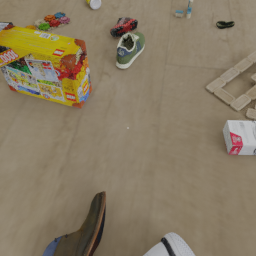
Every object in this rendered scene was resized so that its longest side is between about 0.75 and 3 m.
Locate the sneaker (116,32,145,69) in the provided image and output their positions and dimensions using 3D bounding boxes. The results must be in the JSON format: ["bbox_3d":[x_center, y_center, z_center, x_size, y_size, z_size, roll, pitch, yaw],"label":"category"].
[{"bbox_3d":[0.139,-3.048,10.035,0.677,0.907,2.021,18,54,14],"label":"sneaker"}]

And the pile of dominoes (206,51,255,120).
[{"bbox_3d":[4.334,-1.321,9.175,2.857,0.455,2.227,-35,60,-15],"label":"pile of dominoes"}]

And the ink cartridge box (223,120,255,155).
[{"bbox_3d":[3.338,0.270,7.698,1.204,0.502,0.875,2,52,1],"label":"ink cartridge box"}]

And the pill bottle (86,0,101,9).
[{"bbox_3d":[-1.587,-5.680,12.346,0.513,0.513,0.912,-22,56,-16],"label":"pill bottle"}]

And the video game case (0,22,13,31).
[{"bbox_3d":[-5.681,-3.429,10.746,1.902,0.268,2.105,5,53,4],"label":"video game case"}]

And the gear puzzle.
[{"bbox_3d":[-3.367,-4.352,11.473,1.906,0.250,0.987,-27,57,-19],"label":"gear puzzle"}]

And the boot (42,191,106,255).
[{"bbox_3d":[-1.144,2.321,5.885,1.111,0.856,2.292,10,55,5],"label":"boot"}]

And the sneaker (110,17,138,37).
[{"bbox_3d":[-0.262,-4.017,11.073,1.343,0.475,0.656,-36,61,-27],"label":"sneaker"}]

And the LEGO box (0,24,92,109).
[{"bbox_3d":[-2.500,-1.819,8.445,2.549,1.898,0.983,15,54,12],"label":"LEGO box"}]

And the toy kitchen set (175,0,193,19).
[{"bbox_3d":[2.389,-5.097,11.915,0.646,0.475,0.807,10,52,8],"label":"toy kitchen set"}]

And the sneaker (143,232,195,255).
[{"bbox_3d":[0.917,3.384,4.980,1.560,1.020,2.714,-22,50,-16],"label":"sneaker"}]

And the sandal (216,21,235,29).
[{"bbox_3d":[3.936,-4.208,11.374,0.781,0.310,0.223,-4,34,-11],"label":"sandal"}]
